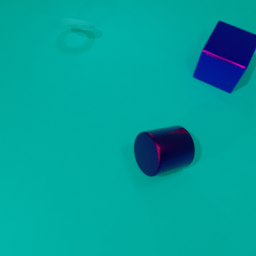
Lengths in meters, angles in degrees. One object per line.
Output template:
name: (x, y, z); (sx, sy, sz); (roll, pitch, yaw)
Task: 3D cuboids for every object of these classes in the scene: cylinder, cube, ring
cylinder: (0.944, 0.588, 7.402); (1.179, 1.179, 1.179); (-10, 64, -30)
cube: (3.020, -2.184, 8.720); (1.361, 1.361, 1.361); (27, 69, 11)
ring: (-1.681, -3.521, 9.531); (1.129, 1.129, 0.226); (11, 103, 5)
